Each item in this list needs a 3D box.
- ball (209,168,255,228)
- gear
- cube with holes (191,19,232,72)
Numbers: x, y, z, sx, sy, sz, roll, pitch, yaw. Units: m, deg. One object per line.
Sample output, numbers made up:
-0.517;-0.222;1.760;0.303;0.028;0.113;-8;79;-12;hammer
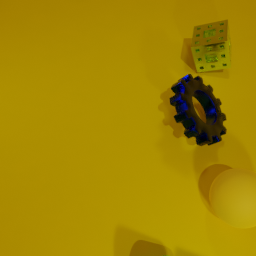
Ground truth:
2.601;1.620;6.529;1.360;1.360;1.360;0;60;0;ball
1.931;-0.493;7.551;1.944;0.359;1.944;20;58;-34;gear
2.666;-2.575;8.876;1.047;1.047;1.047;-3;53;25;cube with holes
